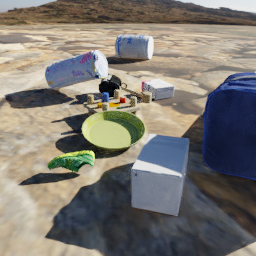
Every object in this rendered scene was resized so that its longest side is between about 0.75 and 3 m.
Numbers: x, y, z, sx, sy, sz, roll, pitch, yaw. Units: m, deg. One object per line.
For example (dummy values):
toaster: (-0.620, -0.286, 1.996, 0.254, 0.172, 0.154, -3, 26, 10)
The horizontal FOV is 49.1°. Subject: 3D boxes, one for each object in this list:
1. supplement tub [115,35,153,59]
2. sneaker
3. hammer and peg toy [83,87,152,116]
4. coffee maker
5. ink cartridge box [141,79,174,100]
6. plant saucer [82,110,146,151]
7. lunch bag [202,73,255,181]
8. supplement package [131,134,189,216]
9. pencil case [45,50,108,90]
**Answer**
supplement tub: (0.393, -5.129, 17.752, 2.192, 1.446, 1.446, 7, 26, 17)
sneaker: (-1.230, 0.764, 6.032, 1.034, 0.432, 0.383, -12, -12, -3)
hammer and peg toy: (-0.288, -0.758, 9.121, 1.997, 0.704, 1.469, -16, 27, -31)
coffee maker: (-0.572, -1.650, 10.979, 1.097, 0.769, 1.142, 0, 25, -1)
ink cartridge box: (1.165, -1.545, 11.075, 0.853, 0.482, 1.164, -11, 27, -22)
plant saucer: (-0.375, 0.084, 7.488, 1.683, 0.261, 1.683, 2, 36, -1)
lunch bag: (3.027, -0.091, 6.105, 2.918, 1.983, 1.931, 13, 27, 29)
supplement package: (0.660, 0.832, 5.424, 0.874, 0.863, 1.441, 7, 26, 16)
pencil case: (-2.056, -2.250, 11.189, 2.572, 1.166, 1.069, -8, -18, 26)
